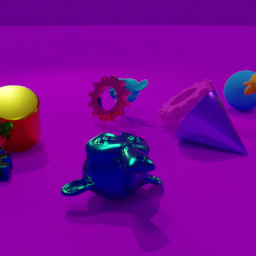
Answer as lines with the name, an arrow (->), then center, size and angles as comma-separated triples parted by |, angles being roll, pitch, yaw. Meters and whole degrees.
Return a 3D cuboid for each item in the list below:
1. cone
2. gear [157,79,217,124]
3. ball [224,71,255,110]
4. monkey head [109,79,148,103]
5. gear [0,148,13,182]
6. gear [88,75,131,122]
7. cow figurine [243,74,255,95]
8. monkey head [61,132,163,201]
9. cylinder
cone -> 1.982, 0.130, 5.973 | 1.363, 1.358, 1.358 | 41, 39, 20
gear -> 1.458, -0.676, 7.051 | 1.524, 0.282, 1.524 | -34, 11, 8
ball -> 3.463, -1.109, 8.317 | 1.169, 1.169, 1.169 | 0, 22, 0
monkey head -> -0.045, -0.875, 7.547 | 0.763, 0.911, 1.266 | 14, -33, -36
gear -> -2.858, 0.770, 4.868 | 1.553, 0.287, 1.553 | 0, 22, 0
gear -> -0.490, -0.742, 7.152 | 1.169, 1.169, 0.216 | 13, 3, 30
cow figurine -> 3.640, -0.652, 6.769 | 0.876, 1.597, 1.571 | -40, 38, -14
monkey head -> -0.090, 0.660, 4.132 | 1.693, 1.020, 1.218 | -1, 17, -25
cylinder -> -2.345, -0.180, 5.822 | 1.013, 1.013, 1.013 | 8, 47, -8
